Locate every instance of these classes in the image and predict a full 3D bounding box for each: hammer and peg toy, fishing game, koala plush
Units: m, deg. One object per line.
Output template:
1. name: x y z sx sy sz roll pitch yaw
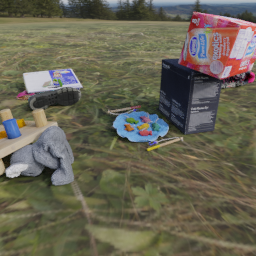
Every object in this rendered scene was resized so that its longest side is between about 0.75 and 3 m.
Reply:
1. hammer and peg toy: -3.331 0.443 6.637 2.146 1.029 2.918 2 23 34
2. fishing game: 0.390 -0.151 8.793 1.802 0.391 2.517 -12 35 -24
3. koala plush: -2.092 0.662 6.519 1.391 1.278 1.234 -15 26 -3

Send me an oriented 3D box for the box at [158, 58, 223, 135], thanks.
1. box: 1.954 -1.135 9.222 1.105 1.933 2.123 -8 27 -16

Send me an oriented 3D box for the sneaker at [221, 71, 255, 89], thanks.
1. sneaker: 4.702 -2.349 12.736 2.778 1.120 1.037 -19 34 -35

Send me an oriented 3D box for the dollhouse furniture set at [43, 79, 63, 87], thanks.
1. dollhouse furniture set: -3.182 -1.838 11.857 0.789 0.304 0.394 -14 35 11

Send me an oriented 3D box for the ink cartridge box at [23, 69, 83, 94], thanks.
1. ink cartridge box: -3.409 -1.969 12.576 2.285 0.543 2.313 -9 36 -20

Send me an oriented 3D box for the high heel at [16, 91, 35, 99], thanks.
1. high heel: -4.068 -1.230 11.384 1.023 0.344 0.490 26 55 26

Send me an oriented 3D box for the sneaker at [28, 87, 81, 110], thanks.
1. sneaker: -2.841 -1.231 10.802 2.040 0.769 0.808 -13 26 -26

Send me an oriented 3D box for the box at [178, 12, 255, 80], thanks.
1. box: 2.766 -2.364 7.940 1.323 1.382 2.772 30 31 29
